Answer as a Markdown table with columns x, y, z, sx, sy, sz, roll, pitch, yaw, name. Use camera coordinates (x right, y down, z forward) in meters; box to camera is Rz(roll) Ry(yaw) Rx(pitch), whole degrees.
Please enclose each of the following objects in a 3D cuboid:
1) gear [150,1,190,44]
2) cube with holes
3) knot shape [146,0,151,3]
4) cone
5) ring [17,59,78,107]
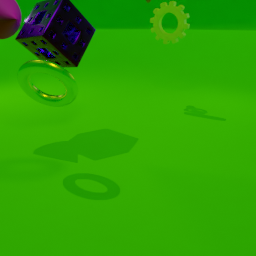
| x | y | z | sx | sy | sz | roll | pitch | yaw | name |
| --- | --- | --- | --- | --- | --- | --- | --- | --- | --- |
| 1.384 | -3.489 | 9.332 | 1.312 | 1.312 | 0.243 | 11 | 28 | 27 | gear |
| -1.866 | -2.446 | 7.327 | 1.220 | 1.220 | 1.220 | 9 | -20 | 39 | cube with holes |
| 0.689 | -4.998 | 9.812 | 0.512 | 1.036 | 1.107 | -42 | 25 | -6 | knot shape |
| -2.858 | -2.616 | 6.599 | 1.165 | 1.165 | 1.169 | -18 | 32 | -38 | cone |
| -1.556 | -0.841 | 5.452 | 1.179 | 1.179 | 0.236 | 4 | 54 | 10 | ring |
